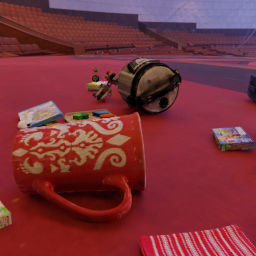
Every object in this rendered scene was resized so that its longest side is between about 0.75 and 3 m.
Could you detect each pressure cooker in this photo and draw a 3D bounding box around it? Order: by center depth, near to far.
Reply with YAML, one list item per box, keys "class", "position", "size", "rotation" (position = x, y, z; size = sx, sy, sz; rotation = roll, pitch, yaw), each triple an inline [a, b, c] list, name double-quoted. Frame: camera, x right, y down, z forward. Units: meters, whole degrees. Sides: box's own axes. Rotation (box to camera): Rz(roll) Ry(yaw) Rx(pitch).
- class: "pressure cooker"
  position: [0.906, -1.696, 11.431]
  size: [2.152, 2.118, 2.409]
  rotation: [17, 10, -28]

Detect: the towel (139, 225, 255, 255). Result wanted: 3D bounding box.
- class: "towel"
  position: [1.049, 1.799, 3.794]
  size: [1.639, 0.184, 1.185]
  rotation: [-3, 19, -10]

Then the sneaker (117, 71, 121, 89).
- class: "sneaker"
  position: [0.557, -2.672, 15.766]
  size: [2.954, 1.307, 1.094]
  rotation: [15, 22, 35]

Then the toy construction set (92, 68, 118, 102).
- class: "toy construction set"
  position: [-0.764, -1.996, 13.691]
  size: [1.857, 1.549, 1.427]
  rotation: [9, 7, 6]

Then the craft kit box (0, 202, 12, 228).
- class: "craft kit box"
  position: [-2.717, 1.478, 4.676]
  size: [1.138, 0.276, 1.124]
  rotation: [-15, 21, -38]

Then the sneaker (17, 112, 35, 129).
- class: "sneaker"
  position: [-3.259, -0.212, 9.181]
  size: [0.328, 0.288, 0.819]
  rotation: [15, 45, 9]

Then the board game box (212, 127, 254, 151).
- class: "board game box"
  position: [3.022, 0.292, 8.167]
  size: [0.889, 0.226, 1.313]
  rotation: [-5, 18, 9]

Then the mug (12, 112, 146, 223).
- class: "mug"
  position: [-0.888, 0.619, 5.319]
  size: [2.346, 1.565, 2.082]
  rotation: [-4, 16, -2]

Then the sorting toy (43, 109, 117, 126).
- class: "sorting toy"
  position: [-1.604, -0.293, 9.911]
  size: [2.647, 0.354, 1.972]
  rotation: [-8, 20, -23]

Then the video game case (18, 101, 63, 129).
- class: "video game case"
  position: [-3.221, -0.485, 10.188]
  size: [1.370, 0.170, 1.914]
  rotation: [-24, 26, -17]

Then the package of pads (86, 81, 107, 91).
- class: "package of pads"
  position: [-1.768, -2.469, 16.518]
  size: [0.926, 0.409, 1.199]
  rotation: [5, 20, 19]

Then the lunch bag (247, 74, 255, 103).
- class: "lunch bag"
  position: [6.371, -1.825, 13.223]
  size: [1.190, 1.222, 1.799]
  rotation: [1, 20, 6]
